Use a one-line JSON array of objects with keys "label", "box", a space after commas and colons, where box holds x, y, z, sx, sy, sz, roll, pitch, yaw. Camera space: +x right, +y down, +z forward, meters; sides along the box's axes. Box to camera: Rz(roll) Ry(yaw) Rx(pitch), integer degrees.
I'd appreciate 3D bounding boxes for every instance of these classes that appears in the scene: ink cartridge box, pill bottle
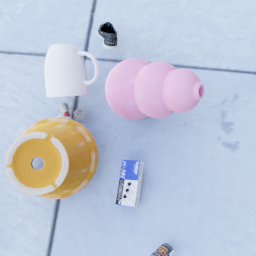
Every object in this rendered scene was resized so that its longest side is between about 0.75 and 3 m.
[{"label": "ink cartridge box", "box": [0.055, 1.567, 7.986, 0.604, 0.284, 1.286, 0, 70, 26]}, {"label": "pill bottle", "box": [0.825, 3.346, 7.219, 0.772, 0.410, 0.410, -21, 67, -46]}]

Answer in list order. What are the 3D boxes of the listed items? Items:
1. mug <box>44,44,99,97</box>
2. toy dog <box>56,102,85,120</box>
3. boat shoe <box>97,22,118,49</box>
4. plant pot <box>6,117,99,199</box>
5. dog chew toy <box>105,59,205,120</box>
[{"label": "mug", "box": [-1.658, -1.710, 8.346, 1.702, 1.256, 1.492, -1, 99, 18]}, {"label": "toy dog", "box": [-1.881, -0.072, 8.521, 0.876, 0.640, 1.329, 24, 43, -23]}, {"label": "boat shoe", "box": [-0.662, -3.175, 9.197, 0.625, 0.554, 1.672, 1, 40, -10]}, {"label": "plant pot", "box": [-1.987, 0.796, 7.144, 2.262, 2.071, 2.262, 0, 88, 0]}, {"label": "dog chew toy", "box": [0.735, -1.068, 7.845, 2.876, 1.791, 1.791, 7, 66, 40]}]
